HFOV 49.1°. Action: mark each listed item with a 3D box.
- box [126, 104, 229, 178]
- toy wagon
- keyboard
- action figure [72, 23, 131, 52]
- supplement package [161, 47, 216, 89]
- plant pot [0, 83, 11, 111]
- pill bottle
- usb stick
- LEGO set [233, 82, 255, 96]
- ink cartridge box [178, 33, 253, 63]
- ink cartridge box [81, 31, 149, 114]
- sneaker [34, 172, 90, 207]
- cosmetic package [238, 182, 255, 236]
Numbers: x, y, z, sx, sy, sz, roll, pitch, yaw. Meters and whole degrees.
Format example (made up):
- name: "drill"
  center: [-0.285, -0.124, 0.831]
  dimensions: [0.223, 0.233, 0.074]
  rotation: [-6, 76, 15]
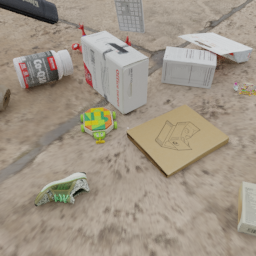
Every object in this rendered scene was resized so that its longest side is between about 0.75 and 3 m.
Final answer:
- name: "box"
  center: [1.335, 0.243, 7.582]
  dimensions: [2.180, 0.232, 1.782]
  rotation: [-24, 48, -25]
- name: "toy wagon"
  center: [-0.819, -0.099, 7.930]
  dimensions: [1.015, 0.259, 1.308]
  rotation: [-6, 43, -6]
- name: "keyboard"
  center: [-0.055, -3.471, 6.743]
  dimensions: [0.750, 2.664, 0.142]
  rotation: [7, 55, 14]
- name: "action figure"
  center: [-1.103, -3.577, 11.132]
  dimensions: [2.353, 1.165, 0.768]
  rotation: [-10, 43, -7]
- name: "supplement package"
  center: [2.060, -2.063, 9.551]
  dimensions: [1.690, 0.961, 0.926]
  rotation: [9, 45, 9]
- name: "plant pot"
  center: [-4.153, -0.994, 8.388]
  dimensions: [1.033, 1.190, 1.190]
  rotation: [13, 42, -9]
- name: "pill bottle"
  center: [-2.836, -2.040, 9.483]
  dimensions: [1.785, 1.017, 1.017]
  rotation: [-19, 46, -19]
- name: "usb stick"
  center: [-2.524, -3.045, 6.879]
  dimensions: [0.352, 0.598, 2.157]
  rotation: [-2, 5, 28]
- name: "LEGO set"
  center: [4.073, -1.366, 9.201]
  dimensions: [1.097, 0.408, 0.505]
  rotation: [-2, 43, -3]
- name: "ink cartridge box"
  center: [3.240, -2.953, 10.473]
  dimensions: [2.377, 0.596, 1.928]
  rotation: [-22, 46, -38]
- name: "ink cartridge box"
  center: [-0.429, -1.759, 8.696]
  dimensions: [0.961, 1.657, 2.296]
  rotation: [-26, 48, -25]
- name: "sneaker"
  center: [-1.397, 1.440, 6.135]
  dimensions: [1.276, 0.491, 0.565]
  rotation: [-25, 56, -22]
- name: "cosmetic package"
  center: [2.627, 1.694, 5.886]
  dimensions: [0.554, 0.374, 1.053]
  rotation: [13, 44, 14]
